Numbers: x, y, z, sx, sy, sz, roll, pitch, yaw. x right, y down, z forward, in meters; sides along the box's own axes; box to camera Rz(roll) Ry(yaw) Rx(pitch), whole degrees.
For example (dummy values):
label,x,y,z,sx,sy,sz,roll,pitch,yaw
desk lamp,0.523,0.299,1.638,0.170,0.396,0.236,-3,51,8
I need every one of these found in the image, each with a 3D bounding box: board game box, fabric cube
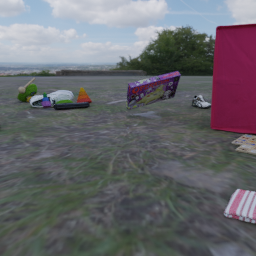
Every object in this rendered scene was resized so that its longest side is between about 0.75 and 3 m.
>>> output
label,x,y,z,sx,sy,sz,roll,pitch,yaw
board game box,0.891,-1.338,10.089,1.961,1.177,0.317,-17,52,-17
fabric cube,4.408,-1.447,8.085,2.998,2.941,2.988,10,16,36

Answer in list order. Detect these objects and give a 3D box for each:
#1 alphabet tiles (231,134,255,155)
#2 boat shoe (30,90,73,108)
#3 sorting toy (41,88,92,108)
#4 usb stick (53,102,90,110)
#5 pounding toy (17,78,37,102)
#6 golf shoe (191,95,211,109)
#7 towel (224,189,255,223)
label,x,y,z,sx,sy,sz,roll,pitch,yaw
alphabet tiles,3.116,0.403,6.437,1.307,0.059,1.563,10,16,38
boat shoe,-3.347,-1.183,12.403,1.892,0.696,0.632,-14,27,-10
sorting toy,-2.687,-1.363,12.249,2.215,0.763,0.768,-7,-6,-27
usb stick,-2.381,-0.946,11.878,1.507,0.246,0.418,-6,-4,-29
pounding toy,-4.874,-1.677,14.039,1.137,0.684,1.473,-42,-6,-27
golf shoe,3.194,-1.149,12.235,0.442,0.538,1.138,-6,16,-30
towel,1.771,1.040,3.481,0.999,0.149,0.731,5,14,32
